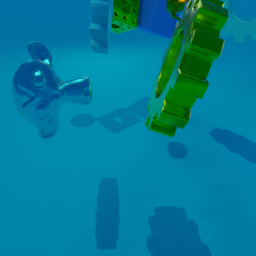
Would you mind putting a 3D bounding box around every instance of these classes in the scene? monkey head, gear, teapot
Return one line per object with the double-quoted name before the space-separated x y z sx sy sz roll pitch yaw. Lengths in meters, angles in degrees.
"monkey head" -0.881 -0.411 3.247 0.869 1.208 0.728 -6 12 -15
"gear" -0.460 -2.206 5.202 0.289 1.561 1.561 6 31 -2
"teapot" 1.218 -3.104 6.872 0.539 1.101 0.685 5 4 -1
"gear" 2.960 -3.169 6.942 0.364 1.970 1.970 -23 38 -37
"gear" 0.798 -0.906 4.287 0.384 2.075 2.075 19 31 -5

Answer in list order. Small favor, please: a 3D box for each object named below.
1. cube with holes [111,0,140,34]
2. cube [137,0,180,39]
"cube with holes" -0.344 -3.446 8.214 0.946 0.946 0.946 6 1 -40
"cube" 0.785 -3.647 8.786 1.184 1.184 1.184 31 19 38
